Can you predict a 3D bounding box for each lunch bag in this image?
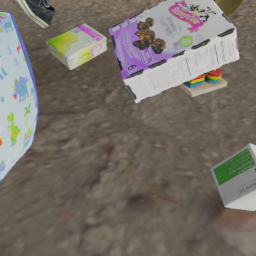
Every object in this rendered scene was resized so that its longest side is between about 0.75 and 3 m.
[{"bbox_3d":[-2.781,-0.380,4.996,1.860,2.919,2.482,-10,24,11],"label":"lunch bag"}]

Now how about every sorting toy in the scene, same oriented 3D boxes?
[{"bbox_3d":[1.847,-1.507,7.566,1.259,0.441,1.266,-18,49,-25],"label":"sorting toy"}]

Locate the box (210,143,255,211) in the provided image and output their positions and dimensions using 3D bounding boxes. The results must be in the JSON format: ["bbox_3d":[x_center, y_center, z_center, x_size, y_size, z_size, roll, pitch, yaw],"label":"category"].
[{"bbox_3d":[2.283,0.945,5.185,0.972,0.967,0.833,15,46,-33],"label":"box"}]

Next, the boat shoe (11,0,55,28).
[{"bbox_3d":[-2.453,-3.226,7.171,0.841,2.253,0.701,43,96,0],"label":"boat shoe"}]

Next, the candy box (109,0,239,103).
[{"bbox_3d":[0.792,-1.670,5.446,2.056,0.736,1.725,-23,50,10],"label":"candy box"}]

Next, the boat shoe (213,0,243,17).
[{"bbox_3d":[3.120,-4.408,8.480,0.864,0.940,2.630,24,79,46],"label":"boat shoe"}]

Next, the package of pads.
[{"bbox_3d":[-1.580,-2.616,8.944,1.590,0.542,1.228,-36,61,-24],"label":"package of pads"}]
